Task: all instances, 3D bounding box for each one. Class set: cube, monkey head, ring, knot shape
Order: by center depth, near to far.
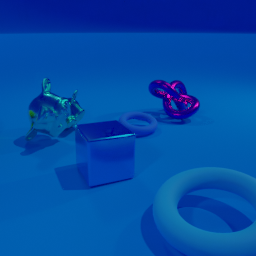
[{"bbox_3d":[1.283,1.177,4.125,1.839,0.368,1.839,-6,25,3],"label":"ring"},{"bbox_3d":[-0.480,0.466,5.662,0.953,0.953,0.953,-7,21,-23],"label":"cube"},{"bbox_3d":[-2.106,-0.382,6.976,1.032,1.713,1.232,19,3,17],"label":"monkey head"},{"bbox_3d":[-1.750,-0.403,7.905,1.355,0.816,0.975,-42,7,15],"label":"monkey head"},{"bbox_3d":[0.291,-0.155,8.036,1.133,0.227,1.133,5,29,-3],"label":"ring"},{"bbox_3d":[1.429,-1.046,9.153,1.662,0.821,1.776,28,27,-10],"label":"knot shape"}]
